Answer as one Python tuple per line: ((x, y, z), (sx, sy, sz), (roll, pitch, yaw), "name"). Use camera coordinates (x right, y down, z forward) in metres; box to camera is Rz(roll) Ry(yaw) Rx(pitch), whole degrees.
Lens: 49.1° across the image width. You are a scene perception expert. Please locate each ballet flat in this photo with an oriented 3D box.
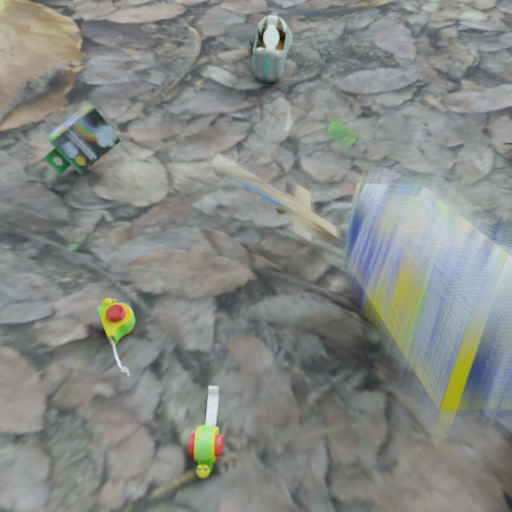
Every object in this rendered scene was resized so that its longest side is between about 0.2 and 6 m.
((0.383, -4.908, 12.597), (0.875, 0.827, 2.596), (3, 49, 3), "ballet flat")

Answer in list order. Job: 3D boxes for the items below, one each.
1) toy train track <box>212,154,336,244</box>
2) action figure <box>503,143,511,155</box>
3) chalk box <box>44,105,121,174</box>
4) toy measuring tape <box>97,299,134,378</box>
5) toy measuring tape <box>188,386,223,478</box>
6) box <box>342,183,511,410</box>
((0.250, -0.801, 8.613), (2.243, 0.365, 1.286), (30, 37, -19), "toy train track")
((5.291, -2.002, 10.183), (1.395, 0.712, 0.829), (8, 60, 4), "action figure")
((-3.124, -1.967, 9.826), (1.219, 0.761, 0.756), (-41, 29, -7), "chalk box")
((-1.826, 1.056, 7.705), (0.472, 0.472, 1.282), (-20, 52, -17), "toy measuring tape")
((-0.586, 2.075, 6.832), (0.447, 0.447, 1.214), (3, 49, 2), "toy measuring tape")
((2.099, 0.245, 6.735), (1.116, 1.217, 3.473), (3, 25, -9), "box")
